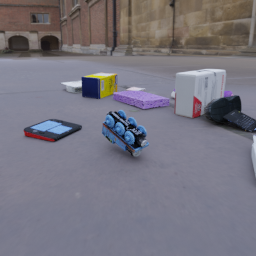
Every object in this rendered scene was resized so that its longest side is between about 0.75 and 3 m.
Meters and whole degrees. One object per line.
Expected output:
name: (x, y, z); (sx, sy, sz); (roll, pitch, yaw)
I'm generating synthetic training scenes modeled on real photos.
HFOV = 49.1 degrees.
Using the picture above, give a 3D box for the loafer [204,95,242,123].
loafer: (3.265, -0.656, 10.089); (0.889, 0.895, 2.460); (-4, 5, 41)

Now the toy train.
toy train: (-0.080, 0.141, 7.007); (0.608, 0.802, 1.404); (-25, 50, -35)

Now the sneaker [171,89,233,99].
sneaker: (3.344, -1.851, 12.881); (2.934, 1.297, 1.180); (16, 22, 37)

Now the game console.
game console: (-2.340, 0.033, 8.730); (1.281, 0.225, 1.449); (8, 20, 25)

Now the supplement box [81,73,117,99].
supplement box: (-1.421, -2.193, 14.360); (1.021, 1.027, 1.875); (10, 21, 26)

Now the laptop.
laptop: (4.124, -0.419, 9.137); (1.495, 0.772, 1.325); (34, 32, 26)

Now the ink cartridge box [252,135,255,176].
ink cartridge box: (3.826, 0.774, 6.052); (2.093, 0.426, 2.097); (6, 19, 19)

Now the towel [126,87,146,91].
towel: (0.441, -2.143, 15.669); (0.848, 0.143, 0.888); (9, 19, 27)

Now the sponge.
sponge: (0.538, -1.335, 12.755); (1.409, 0.377, 2.525); (-10, 19, -32)

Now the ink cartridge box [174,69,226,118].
ink cartridge box: (2.852, -1.419, 10.988); (2.211, 1.595, 0.926); (-16, 24, -41)

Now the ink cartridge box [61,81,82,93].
ink cartridge box: (-2.654, -2.373, 15.963); (1.865, 0.406, 1.619); (-14, 22, -36)
